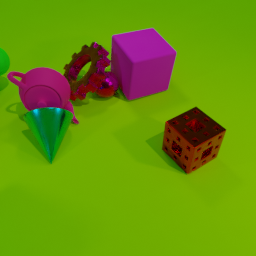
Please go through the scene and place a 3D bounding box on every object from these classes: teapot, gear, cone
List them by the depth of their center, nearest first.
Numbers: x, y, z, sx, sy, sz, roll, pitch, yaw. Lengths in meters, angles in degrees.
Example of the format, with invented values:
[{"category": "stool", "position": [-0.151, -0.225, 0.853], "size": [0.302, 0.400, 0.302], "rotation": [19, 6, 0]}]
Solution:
[{"category": "cone", "position": [-1.825, 0.280, 6.560], "size": [1.158, 1.158, 1.163], "rotation": [-6, 71, -6]}, {"category": "teapot", "position": [-2.047, -0.785, 7.034], "size": [2.058, 1.280, 1.008], "rotation": [34, 26, -29]}, {"category": "gear", "position": [-1.249, -1.592, 7.877], "size": [1.728, 0.320, 1.728], "rotation": [-22, 53, 32]}]

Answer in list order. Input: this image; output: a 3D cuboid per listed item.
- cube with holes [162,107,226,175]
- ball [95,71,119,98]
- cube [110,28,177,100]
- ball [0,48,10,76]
[{"category": "cube with holes", "position": [1.444, 0.272, 6.309], "size": [0.921, 0.921, 0.921], "rotation": [-25, 50, -23]}, {"category": "ball", "position": [-0.642, -1.243, 7.958], "size": [0.763, 0.763, 0.763], "rotation": [0, 45, 0]}, {"category": "cube", "position": [0.374, -1.837, 7.997], "size": [1.338, 1.338, 1.338], "rotation": [-17, 53, -20]}, {"category": "ball", "position": [-3.701, -1.834, 7.704], "size": [0.845, 0.845, 0.845], "rotation": [0, 45, 0]}]
